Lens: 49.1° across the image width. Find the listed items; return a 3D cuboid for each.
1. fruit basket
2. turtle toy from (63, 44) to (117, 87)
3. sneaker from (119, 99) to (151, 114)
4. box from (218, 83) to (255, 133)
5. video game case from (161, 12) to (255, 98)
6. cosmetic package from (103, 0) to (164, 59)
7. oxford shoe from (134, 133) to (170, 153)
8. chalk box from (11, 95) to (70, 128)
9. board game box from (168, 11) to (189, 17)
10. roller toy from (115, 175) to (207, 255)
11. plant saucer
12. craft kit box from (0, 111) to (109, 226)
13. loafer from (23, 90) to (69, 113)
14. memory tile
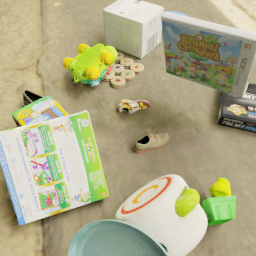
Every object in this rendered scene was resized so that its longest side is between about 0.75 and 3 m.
[{"bbox_3d":[2.434,1.971,7.725,0.943,1.307,1.307,-4,49,-4],"label":"fruit basket"},{"bbox_3d":[-1.381,-2.680,11.720,1.788,1.240,2.454,27,65,29],"label":"turtle toy"},{"bbox_3d":[0.250,-0.765,10.714,1.208,0.453,0.544,2,55,10],"label":"sneaker"},{"bbox_3d":[4.695,-0.837,10.671,2.288,0.568,2.270,13,51,11],"label":"box"},{"bbox_3d":[2.465,-2.236,8.890,2.892,2.633,0.319,24,69,23],"label":"video game case"},{"bbox_3d":[0.242,-4.801,13.287,2.224,1.835,1.833,27,54,22],"label":"cosmetic package"},{"bbox_3d":[0.856,0.431,9.565,1.357,0.508,0.478,-23,53,-19],"label":"oxford shoe"},{"bbox_3d":[-2.755,0.003,9.316,1.437,1.447,2.318,-32,57,-26],"label":"chalk box"},{"bbox_3d":[2.264,-5.737,15.106,2.132,0.415,1.685,-22,47,-25],"label":"board game box"},{"bbox_3d":[0.823,2.263,6.883,1.984,2.175,1.520,-34,92,-7],"label":"roller toy"},{"bbox_3d":[-0.114,3.207,6.064,2.706,2.706,0.371,24,17,20],"label":"plant saucer"},{"bbox_3d":[-2.065,1.056,7.831,2.569,2.601,0.631,-14,10,-10],"label":"craft kit box"},{"bbox_3d":[-3.172,-0.853,10.601,2.071,0.651,0.744,21,52,18],"label":"loafer"},{"bbox_3d":[-0.694,-2.794,12.612,2.512,0.211,1.925,34,56,27],"label":"memory tile"}]
